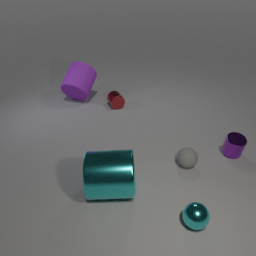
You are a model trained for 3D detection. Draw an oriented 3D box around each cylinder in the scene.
[{"bbox_3d":[-2.415,-2.301,13.809,1.400,1.400,1.400,11,66,18],"label":"cylinder"},{"bbox_3d":[-0.581,-1.353,13.476,0.700,0.700,0.700,-11,32,-17],"label":"cylinder"},{"bbox_3d":[3.789,0.623,10.002,0.700,0.700,0.700,1,45,-1],"label":"cylinder"},{"bbox_3d":[-0.506,1.348,8.152,1.400,1.400,1.400,-3,31,1],"label":"cylinder"}]

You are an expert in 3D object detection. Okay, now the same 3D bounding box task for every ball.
[{"bbox_3d":[1.778,2.289,7.309,0.700,0.700,0.700,0,31,0],"label":"ball"},{"bbox_3d":[2.011,1.004,9.476,0.700,0.700,0.700,0,31,0],"label":"ball"}]
